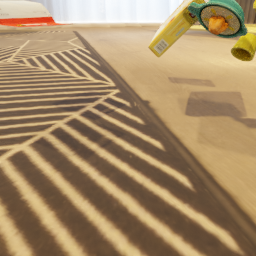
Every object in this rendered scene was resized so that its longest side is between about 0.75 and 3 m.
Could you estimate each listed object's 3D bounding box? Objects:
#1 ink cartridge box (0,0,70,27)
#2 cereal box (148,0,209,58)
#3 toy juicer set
[{"bbox_3d":[-3.203,-3.444,8.369,2.469,0.584,1.976,20,30,32],"label":"ink cartridge box"},{"bbox_3d":[1.595,-3.344,8.613,0.525,1.910,2.654,41,31,-13],"label":"cereal box"},{"bbox_3d":[2.329,-2.599,6.379,2.899,0.789,1.844,33,-9,-18],"label":"toy juicer set"}]
